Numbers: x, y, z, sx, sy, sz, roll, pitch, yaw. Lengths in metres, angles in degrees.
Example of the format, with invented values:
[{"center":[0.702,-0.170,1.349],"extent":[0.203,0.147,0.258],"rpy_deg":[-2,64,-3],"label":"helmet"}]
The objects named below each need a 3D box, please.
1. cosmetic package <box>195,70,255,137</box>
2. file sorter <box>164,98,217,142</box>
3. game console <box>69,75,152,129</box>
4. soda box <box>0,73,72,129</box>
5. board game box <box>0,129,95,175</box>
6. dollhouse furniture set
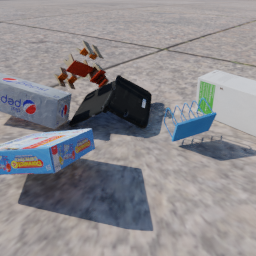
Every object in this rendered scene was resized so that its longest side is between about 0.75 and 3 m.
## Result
[{"center":[2.826,-0.663,7.154],"extent":[0.868,1.100,2.045],"rpy_deg":[-25,37,-32],"label":"cosmetic package"},{"center":[1.362,-0.205,6.339],"extent":[0.953,0.661,0.585],"rpy_deg":[-16,57,-13],"label":"file sorter"},{"center":[-0.393,-0.543,7.762],"extent":[1.762,1.166,2.004],"rpy_deg":[27,32,-9],"label":"game console"},{"center":[-2.677,-0.749,7.167],"extent":[2.348,0.801,0.745],"rpy_deg":[16,23,11],"label":"soda box"},{"center":[-1.611,0.411,5.174],"extent":[1.493,0.426,1.525],"rpy_deg":[-4,9,20],"label":"board game box"},{"center":[-1.216,-1.653,8.202],"extent":[1.367,1.382,0.712],"rpy_deg":[7,47,-57],"label":"dollhouse furniture set"}]
